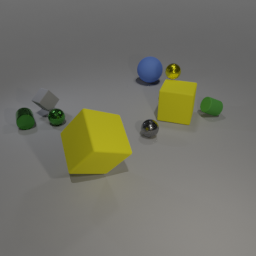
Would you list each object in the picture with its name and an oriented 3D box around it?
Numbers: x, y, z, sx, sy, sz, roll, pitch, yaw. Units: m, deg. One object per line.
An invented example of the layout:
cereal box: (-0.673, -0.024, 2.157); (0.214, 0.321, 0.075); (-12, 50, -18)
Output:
cube: (2.119, -1.146, 12.053); (1.400, 1.400, 1.400); (10, 32, 15)
ball: (0.840, 0.009, 10.768); (0.700, 0.700, 0.700); (0, 30, 0)
ball: (1.205, -3.211, 15.406); (1.400, 1.400, 1.400); (0, 30, 0)
cylinder: (3.643, -0.943, 12.218); (0.700, 0.700, 0.700); (15, 24, -25)
cylinder: (-4.222, -0.389, 11.480); (0.700, 0.700, 0.700); (-11, 32, -18)
ball: (-2.960, -0.465, 11.614); (0.700, 0.700, 0.700); (0, 30, 0)
cube: (-0.977, 0.450, 8.381); (1.400, 1.400, 1.400); (8, 52, -42)
cube: (-3.545, -1.206, 12.039); (0.700, 0.700, 0.700); (18, 71, 43)
ball: (1.987, -2.490, 12.341); (0.700, 0.700, 0.700); (0, 30, 0)
